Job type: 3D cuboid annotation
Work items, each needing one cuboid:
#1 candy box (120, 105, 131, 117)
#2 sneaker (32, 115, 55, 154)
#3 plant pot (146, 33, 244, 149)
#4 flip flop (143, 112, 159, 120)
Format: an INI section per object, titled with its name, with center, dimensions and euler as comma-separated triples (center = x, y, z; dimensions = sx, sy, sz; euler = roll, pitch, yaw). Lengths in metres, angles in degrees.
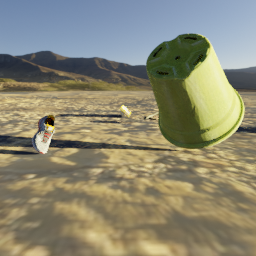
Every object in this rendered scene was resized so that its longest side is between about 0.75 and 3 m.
[candy box]
center = -0.099, -0.688, 11.110
dimensions = 0.463, 0.120, 0.905
euler = 39, 10, -4
[sneaker]
center = -1.577, 0.093, 5.294
dimensions = 0.338, 0.822, 0.320
euler = -26, -38, 38
[plant pot]
center = 1.166, -0.788, 5.351
dimensions = 1.791, 1.646, 1.791
euler = -16, 47, 18
[flip flop]
center = 0.832, -0.358, 9.265
dimensions = 0.762, 0.219, 0.309
euler = -19, -10, -39
